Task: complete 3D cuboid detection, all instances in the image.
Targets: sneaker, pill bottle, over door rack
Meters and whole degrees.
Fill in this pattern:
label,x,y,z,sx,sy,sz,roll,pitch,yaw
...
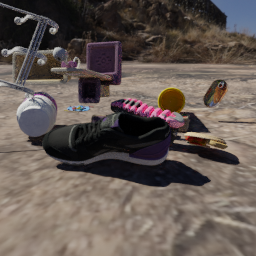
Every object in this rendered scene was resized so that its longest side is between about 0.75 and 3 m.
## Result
label,x,y,z,sx,sy,sz,roll,pitch,yaw
sneaker,0.336,-0.113,6.242,1.737,0.828,0.686,22,28,21
pill bottle,-2.251,-0.344,6.997,0.921,0.921,1.640,-3,17,-11
sneaker,-0.403,0.059,4.872,2.281,0.999,0.864,0,55,2
over door rack,-3.165,-1.981,6.350,2.655,1.962,0.884,19,-14,-18

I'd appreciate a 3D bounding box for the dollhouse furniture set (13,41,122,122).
label,x,y,z,sx,sy,sz,roll,pitch,yaw
dollhouse furniture set,-1.850,-0.934,6.371,2.907,2.303,2.063,3,5,20

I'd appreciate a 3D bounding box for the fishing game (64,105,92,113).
label,x,y,z,sx,sy,sz,roll,pitch,yaw
fishing game,-1.747,-0.728,9.863,0.793,0.172,1.108,10,17,24

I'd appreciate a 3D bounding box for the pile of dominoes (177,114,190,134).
label,x,y,z,sx,sy,sz,roll,pitch,yaw
pile of dominoes,0.481,-0.255,7.689,2.334,0.372,1.819,5,15,17

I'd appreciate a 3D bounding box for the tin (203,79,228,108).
label,x,y,z,sx,sy,sz,roll,pitch,yaw
tin,2.553,-1.001,8.201,0.497,0.888,0.186,33,3,8

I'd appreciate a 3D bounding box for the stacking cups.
label,x,y,z,sx,sy,sz,roll,pitch,yaw
stacking cups,1.357,-0.736,8.383,0.726,0.726,2.401,3,3,11

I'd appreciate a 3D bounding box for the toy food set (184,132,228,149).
label,x,y,z,sx,sy,sz,roll,pitch,yaw
toy food set,1.551,0.267,5.612,0.871,0.212,0.862,11,-4,20
